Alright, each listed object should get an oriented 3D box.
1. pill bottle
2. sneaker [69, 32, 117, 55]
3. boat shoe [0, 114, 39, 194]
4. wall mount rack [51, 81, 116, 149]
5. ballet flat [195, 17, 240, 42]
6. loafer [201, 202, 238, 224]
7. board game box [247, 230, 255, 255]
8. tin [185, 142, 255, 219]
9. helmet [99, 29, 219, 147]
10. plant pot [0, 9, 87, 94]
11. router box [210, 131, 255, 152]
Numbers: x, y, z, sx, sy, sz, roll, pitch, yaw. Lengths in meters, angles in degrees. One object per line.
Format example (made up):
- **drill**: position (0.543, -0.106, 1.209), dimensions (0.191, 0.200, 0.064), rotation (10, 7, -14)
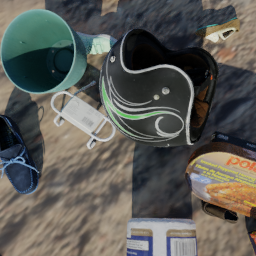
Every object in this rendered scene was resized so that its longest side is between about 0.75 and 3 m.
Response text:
- **pill bottle**: position (0.749, 3.508, 6.143), dimensions (1.608, 1.608, 2.899), rotation (1, 71, 0)
- **sneaker**: position (-1.131, -2.345, 8.633), dimensions (1.742, 0.641, 1.027), rotation (11, 66, 14)
- **boat shoe**: position (-3.175, 0.713, 7.521), dimensions (0.978, 0.798, 2.325), rotation (-30, 74, -10)
- **wall mount rack**: position (-1.058, -0.495, 8.003), dimensions (2.074, 0.773, 1.802), rotation (34, 78, 11)
- **ballet flat**: position (2.950, -3.100, 9.042), dimensions (1.525, 0.517, 0.551), rotation (-18, 91, -10)
- **loafer**: position (2.416, 2.168, 7.264), dimensions (0.995, 0.355, 0.363), rotation (19, 72, 6)
- **board game box**: position (4.697, 3.305, 6.652), dimensions (2.833, 0.803, 2.342), rotation (-14, 74, -5)
- **tin**: position (2.914, 1.328, 6.902), dimensions (2.982, 1.670, 0.624), rotation (19, 39, 6)
- **helmet**: position (0.624, -0.958, 7.048), dimensions (2.695, 2.827, 2.827), rotation (16, 71, 26)
- **plant pot**: position (-2.033, -1.922, 7.595), dimensions (2.038, 1.636, 2.038), rotation (1, 96, 14)
- **router box**: position (2.940, 0.882, 7.633), dimensions (1.545, 0.480, 1.158), rotation (18, 72, 6)
